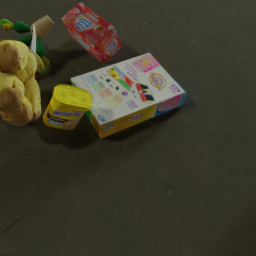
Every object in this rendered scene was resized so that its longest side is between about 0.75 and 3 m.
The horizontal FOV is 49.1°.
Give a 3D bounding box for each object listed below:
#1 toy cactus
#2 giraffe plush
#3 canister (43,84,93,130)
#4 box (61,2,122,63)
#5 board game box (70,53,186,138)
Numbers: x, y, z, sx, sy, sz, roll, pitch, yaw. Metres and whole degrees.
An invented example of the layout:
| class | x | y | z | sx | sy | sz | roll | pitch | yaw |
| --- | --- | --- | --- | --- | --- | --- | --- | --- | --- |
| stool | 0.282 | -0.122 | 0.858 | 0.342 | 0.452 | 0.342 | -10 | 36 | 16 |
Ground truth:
| class | x | y | z | sx | sy | sz | roll | pitch | yaw |
| --- | --- | --- | --- | --- | --- | --- | --- | --- | --- |
| toy cactus | -3.242 | -2.926 | 9.419 | 1.926 | 1.194 | 2.334 | -39 | 73 | 5 |
| giraffe plush | -3.716 | -1.479 | 7.458 | 2.311 | 2.459 | 2.850 | -1 | 68 | -3 |
| canister | -1.626 | -0.500 | 7.408 | 0.982 | 1.323 | 0.573 | 10 | 59 | -27 |
| box | -1.285 | -3.374 | 9.897 | 0.971 | 1.013 | 2.033 | -43 | 63 | -6 |
| board game box | -0.020 | -1.105 | 8.549 | 2.827 | 0.570 | 2.163 | -22 | 56 | -18 |
